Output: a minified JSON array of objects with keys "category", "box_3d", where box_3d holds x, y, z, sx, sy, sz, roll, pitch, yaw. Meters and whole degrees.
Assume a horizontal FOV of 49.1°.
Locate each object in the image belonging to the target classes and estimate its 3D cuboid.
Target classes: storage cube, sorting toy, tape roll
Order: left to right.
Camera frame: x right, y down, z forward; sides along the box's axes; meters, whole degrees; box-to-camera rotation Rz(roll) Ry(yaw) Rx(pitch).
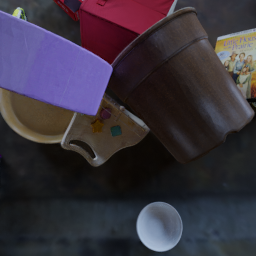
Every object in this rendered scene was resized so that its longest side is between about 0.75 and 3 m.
[{"category":"tape roll","box_3d":[-1.814,-1.166,5.030,2.953,2.953,0.969,22,93,6]},{"category":"sorting toy","box_3d":[-0.748,0.040,7.108,1.941,1.037,1.748,38,87,-30]},{"category":"storage cube","box_3d":[-0.005,-2.709,7.405,1.883,2.094,1.790,25,68,4]}]

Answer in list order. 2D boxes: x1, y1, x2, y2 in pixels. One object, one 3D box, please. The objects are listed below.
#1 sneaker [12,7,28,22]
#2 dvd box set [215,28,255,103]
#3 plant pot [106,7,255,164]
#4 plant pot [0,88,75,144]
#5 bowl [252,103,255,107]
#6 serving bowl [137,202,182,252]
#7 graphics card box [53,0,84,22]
[{"category":"sneaker","box_3d":[-3.432,-2.668,8.088,0.734,0.724,1.921,10,74,2]},{"category":"dvd box set","box_3d":[2.975,-1.648,7.547,1.530,0.307,2.091,2,71,46]},{"category":"plant pot","box_3d":[1.313,-0.819,6.714,2.766,2.766,2.738,-36,85,-9]},{"category":"plant pot","box_3d":[-2.081,-0.953,7.673,2.807,0.386,2.807,1,82,-5]},{"category":"bowl","box_3d":[3.795,-1.140,7.655,1.156,1.156,0.622,-3,34,-1]},{"category":"serving bowl","box_3d":[0.741,2.420,6.892,1.130,0.372,1.130,3,69,-7]},{"category":"graphics card box","box_3d":[-1.347,-4.270,8.643,1.784,0.454,1.120,-43,79,-11]}]
